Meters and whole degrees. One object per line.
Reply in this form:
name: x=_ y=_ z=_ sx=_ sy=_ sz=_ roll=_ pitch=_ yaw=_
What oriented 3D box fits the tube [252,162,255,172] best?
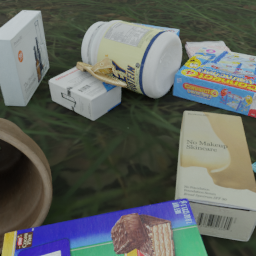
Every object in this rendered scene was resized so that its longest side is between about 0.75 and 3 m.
tube: x=4.287 y=0.582 z=6.582 sx=2.926 sy=0.737 sz=1.133 roll=-26 pitch=41 yaw=-22

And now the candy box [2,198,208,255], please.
candy box: x=-0.227 y=2.308 z=3.565 sx=2.682 sy=1.033 sz=2.268 roll=-11 pitch=48 yaw=-3

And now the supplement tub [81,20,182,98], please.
supplement tub: x=0.098 y=-2.330 z=9.179 sx=2.827 sy=2.050 sz=2.050 roll=23 pitch=43 yaw=27

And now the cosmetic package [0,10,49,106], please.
cosmetic package: x=-3.405 y=-2.366 z=9.171 sx=0.734 sy=2.142 sz=2.841 roll=1 pitch=38 yaw=2

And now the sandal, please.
sandal: x=-0.786 y=-1.817 z=8.260 sx=1.954 sy=0.643 sz=0.716 roll=28 pitch=22 yaw=33

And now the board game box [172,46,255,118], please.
board game box: x=3.316 y=-1.685 z=9.387 sx=2.802 sy=0.783 sz=2.744 roll=19 pitch=41 yaw=23

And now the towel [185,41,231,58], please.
towel: x=3.422 y=-3.276 z=11.899 sx=1.792 sy=0.289 sz=1.711 roll=-1 pitch=38 yaw=1

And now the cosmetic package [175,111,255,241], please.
cosmetic package: x=1.771 y=0.819 z=5.963 sx=1.448 sy=0.979 sz=2.753 roll=6 pitch=38 yaw=8

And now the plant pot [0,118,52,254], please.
plant pot: x=-2.714 y=0.752 z=5.248 sx=2.462 sy=2.462 sz=2.147 roll=-10 pitch=21 yaw=-13

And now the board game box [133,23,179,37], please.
board game box: x=0.754 y=-3.775 z=12.218 sx=2.372 sy=0.677 sz=2.422 roll=16 pitch=40 yaw=19

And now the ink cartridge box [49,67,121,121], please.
ink cartridge box: x=-1.316 y=-1.130 z=8.676 sx=1.833 sy=0.773 sz=1.338 roll=26 pitch=44 yaw=29
